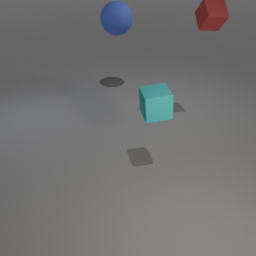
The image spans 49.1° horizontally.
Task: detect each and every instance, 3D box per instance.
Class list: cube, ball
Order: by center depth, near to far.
[{"bbox_3d":[0.696,-0.633,7.059,0.700,0.700,0.700,-10,36,-7],"label":"cube"},{"bbox_3d":[2.597,-3.526,8.708,0.700,0.700,0.700,-3,72,-13],"label":"cube"},{"bbox_3d":[-0.494,-4.729,12.087,1.400,1.400,1.400,0,31,0],"label":"ball"}]
